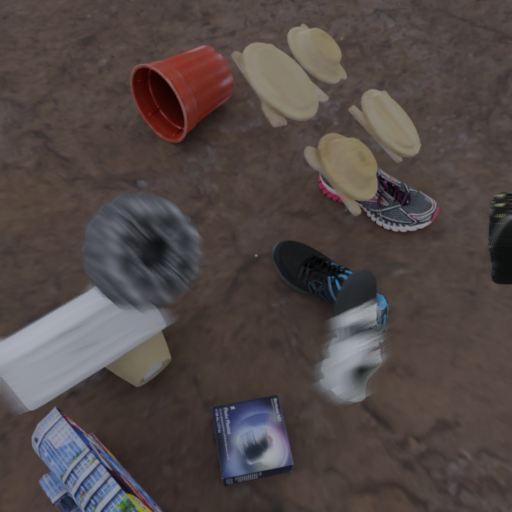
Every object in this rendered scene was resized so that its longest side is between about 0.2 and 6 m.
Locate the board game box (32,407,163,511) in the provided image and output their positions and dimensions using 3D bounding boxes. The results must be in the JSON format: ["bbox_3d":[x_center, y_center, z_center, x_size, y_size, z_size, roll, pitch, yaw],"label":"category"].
[{"bbox_3d":[-2.240,3.531,8.182,2.912,2.914,0.899,32,65,34],"label":"board game box"}]

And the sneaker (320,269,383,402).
[{"bbox_3d":[1.587,1.214,8.318,0.732,0.875,1.977,5,99,-28],"label":"sneaker"}]

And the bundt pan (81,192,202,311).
[{"bbox_3d":[-1.459,-0.045,7.638,1.671,1.671,0.627,-45,25,-23],"label":"bundt pan"}]

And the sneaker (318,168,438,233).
[{"bbox_3d":[2.546,-1.369,11.843,2.654,0.991,1.070,24,62,13],"label":"sneaker"}]

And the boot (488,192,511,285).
[{"bbox_3d":[3.985,-0.542,8.810,0.671,1.859,1.404,0,58,18],"label":"boot"}]

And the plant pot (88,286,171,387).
[{"bbox_3d":[-2.337,1.450,9.972,1.557,1.557,1.663,-37,76,-20],"label":"plant pot"}]

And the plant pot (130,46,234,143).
[{"bbox_3d":[-1.608,-3.886,12.990,1.864,1.864,1.812,38,59,20],"label":"plant pot"}]

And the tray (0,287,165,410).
[{"bbox_3d":[-2.682,1.338,8.668,2.483,1.333,0.275,-32,32,-15],"label":"tray"}]

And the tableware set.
[{"bbox_3d":[1.349,-2.508,9.449,3.193,0.443,3.822,48,43,-5],"label":"tableware set"}]

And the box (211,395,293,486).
[{"bbox_3d":[-0.079,3.061,9.338,1.176,0.731,1.186,-9,60,-7],"label":"box"}]

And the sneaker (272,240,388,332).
[{"bbox_3d":[1.440,0.415,10.710,2.676,1.096,0.980,36,65,20],"label":"sneaker"}]
